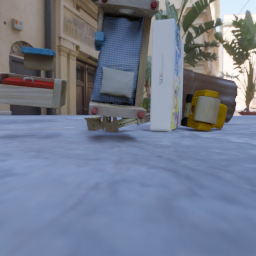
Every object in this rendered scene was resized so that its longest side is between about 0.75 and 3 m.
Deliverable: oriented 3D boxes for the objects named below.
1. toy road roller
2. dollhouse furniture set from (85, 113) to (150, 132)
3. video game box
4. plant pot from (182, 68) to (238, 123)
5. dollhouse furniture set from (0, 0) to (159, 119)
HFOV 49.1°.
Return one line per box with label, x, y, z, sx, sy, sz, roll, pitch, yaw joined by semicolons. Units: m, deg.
toy road roller;1.881;-0.342;6.448;0.992;0.835;1.359;11;1;-7
dollhouse furniture set;-0.222;-0.376;6.375;1.040;0.654;1.176;3;15;44
video game box;0.980;-1.108;6.686;0.537;2.293;2.089;2;3;14
plant pot;2.678;-1.081;10.225;2.114;2.135;2.135;8;3;0
dollhouse furniture set;-0.853;-1.065;4.223;2.234;1.574;1.565;4;9;-7
